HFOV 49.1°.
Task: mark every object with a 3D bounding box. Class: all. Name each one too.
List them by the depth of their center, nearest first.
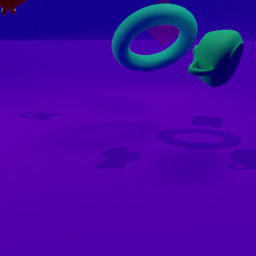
[{"bbox_3d":[-2.070,-2.552,4.800,1.140,1.122,0.626,33,-2,31],"label":"cow figurine"},{"bbox_3d":[1.678,-1.391,5.381,0.842,1.070,1.720,28,48,26],"label":"teapot"},{"bbox_3d":[0.605,-1.965,6.367,1.961,0.392,1.961,-11,-23,-5],"label":"ring"},{"bbox_3d":[0.983,-2.871,7.520,0.770,0.770,0.770,-24,-36,29],"label":"cube"}]
